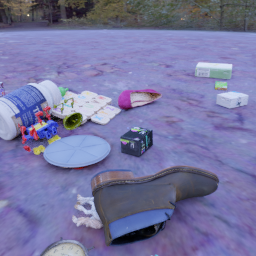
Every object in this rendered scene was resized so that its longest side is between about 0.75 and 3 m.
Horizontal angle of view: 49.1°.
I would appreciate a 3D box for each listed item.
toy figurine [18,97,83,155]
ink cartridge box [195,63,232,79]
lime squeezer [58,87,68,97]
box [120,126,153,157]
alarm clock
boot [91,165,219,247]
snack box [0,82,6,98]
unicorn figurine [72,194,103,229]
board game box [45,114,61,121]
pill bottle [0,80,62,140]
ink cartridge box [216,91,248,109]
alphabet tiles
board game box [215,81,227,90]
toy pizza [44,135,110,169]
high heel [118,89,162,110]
[{"bbox_3d":[-2.518,-0.135,8.418,1.211,1.067,2.022,6,34,47],"label":"toy figurine"},{"bbox_3d":[5.179,-3.571,16.769,1.967,0.648,2.702,8,27,18],"label":"ink cartridge box"},{"bbox_3d":[-2.810,-1.237,10.426,0.752,0.402,2.129,4,28,34],"label":"lime squeezer"},{"bbox_3d":[0.257,0.366,7.911,0.616,0.516,0.830,11,27,31],"label":"box"},{"bbox_3d":[-1.002,2.129,4.135,0.748,0.369,1.110,8,23,17],"label":"alarm clock"},{"bbox_3d":[0.660,1.491,5.311,2.652,0.991,1.286,-1,45,-12],"label":"boot"},{"bbox_3d":[-4.570,-0.469,8.658,0.540,1.451,2.040,5,25,15],"label":"snack box"},{"bbox_3d":[-0.610,1.521,5.527,0.841,0.452,1.225,9,38,-4],"label":"unicorn figurine"},{"bbox_3d":[-3.333,-0.849,10.911,2.400,0.338,1.623,7,24,16],"label":"board game box"},{"bbox_3d":[-3.244,-0.677,8.986,1.243,1.243,2.239,15,38,30],"label":"pill bottle"},{"bbox_3d":[4.275,-1.171,11.507,1.027,0.441,0.752,-14,27,-26],"label":"ink cartridge box"},{"bbox_3d":[-1.649,-0.832,10.474,2.504,0.187,2.561,19,29,15],"label":"alphabet tiles"},{"bbox_3d":[4.664,-2.127,14.029,0.560,0.176,1.173,8,28,16],"label":"board game box"},{"bbox_3d":[-1.358,0.659,7.574,1.765,0.280,1.765,-1,23,0],"label":"toy pizza"},{"bbox_3d":[0.485,-1.157,11.125,1.078,0.757,2.248,1,8,29],"label":"high heel"}]
